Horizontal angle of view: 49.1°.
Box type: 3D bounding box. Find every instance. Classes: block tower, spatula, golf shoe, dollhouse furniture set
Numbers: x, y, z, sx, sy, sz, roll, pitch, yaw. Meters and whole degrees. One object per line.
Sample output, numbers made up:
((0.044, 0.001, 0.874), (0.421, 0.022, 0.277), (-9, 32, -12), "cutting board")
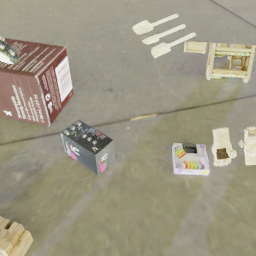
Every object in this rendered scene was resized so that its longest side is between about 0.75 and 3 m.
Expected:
((-3.034, 2.036, 5.706), (2.131, 0.576, 0.616), (14, 43, 14), "block tower")
((0.821, -2.105, 6.147), (1.287, 0.103, 0.895), (-30, 74, -22), "spatula")
((-3.393, -1.847, 6.236), (1.848, 0.814, 0.713), (25, 24, -36), "golf shoe")
((3.252, -2.562, 10.676), (2.338, 1.300, 2.067), (6, 18, 7), "dollhouse furniture set")

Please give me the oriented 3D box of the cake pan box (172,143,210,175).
((1.627, 0.793, 7.328), (0.877, 0.249, 0.952), (5, 42, 2), "cake pan box")

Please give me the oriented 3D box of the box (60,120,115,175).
((-1.030, 0.480, 7.252), (1.297, 0.793, 0.688), (28, 50, 29), "box")

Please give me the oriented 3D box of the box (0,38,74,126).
((-3.100, -1.431, 8.582), (2.191, 1.818, 1.799), (10, 44, 12), "box")

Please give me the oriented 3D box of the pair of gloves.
((2.066, 0.362, 5.258), (0.932, 0.792, 0.163), (-1, 21, 9), "pair of gloves")
